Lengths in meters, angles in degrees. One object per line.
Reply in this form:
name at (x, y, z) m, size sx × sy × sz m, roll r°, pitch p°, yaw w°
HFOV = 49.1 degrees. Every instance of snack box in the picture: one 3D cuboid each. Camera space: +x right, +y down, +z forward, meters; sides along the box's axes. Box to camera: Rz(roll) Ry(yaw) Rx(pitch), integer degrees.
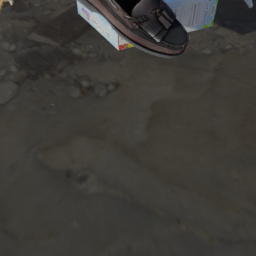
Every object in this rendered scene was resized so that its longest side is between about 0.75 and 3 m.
snack box at (0.385, -2.858, 6.422) m, size 2.541 × 0.860 × 2.142 m, roll -21°, pitch 49°, yaw -20°

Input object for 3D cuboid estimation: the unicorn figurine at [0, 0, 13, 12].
unicorn figurine at (-2.452, -4.063, 6.574) m, size 2.762 × 1.020 × 1.897 m, roll -32°, pitch 84°, yaw -14°

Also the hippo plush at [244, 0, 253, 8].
hippo plush at (2.547, -4.180, 6.671) m, size 2.149 × 2.697 × 2.169 m, roll 28°, pitch 50°, yaw 7°

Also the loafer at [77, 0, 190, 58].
loafer at (0.039, -1.967, 4.442) m, size 2.322 × 0.731 × 0.835 m, roll 32°, pitch 66°, yaw -6°
